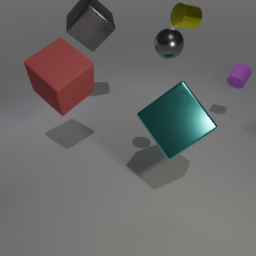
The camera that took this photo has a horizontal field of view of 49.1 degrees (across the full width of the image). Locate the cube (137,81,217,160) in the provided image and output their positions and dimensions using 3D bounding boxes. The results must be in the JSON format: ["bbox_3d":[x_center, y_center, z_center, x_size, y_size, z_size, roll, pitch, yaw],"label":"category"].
[{"bbox_3d":[1.276,-0.153,7.309,1.400,1.400,1.400,-36,-9,8],"label":"cube"}]

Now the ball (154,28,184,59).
[{"bbox_3d":[0.963,-1.980,6.577,0.700,0.700,0.700,0,31,0],"label":"ball"}]

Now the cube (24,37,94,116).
[{"bbox_3d":[-1.987,-1.519,8.416,1.400,1.400,1.400,40,66,14],"label":"cube"}]

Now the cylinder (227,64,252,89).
[{"bbox_3d":[4.350,-2.026,10.967,0.700,0.700,0.700,24,72,34],"label":"cylinder"}]

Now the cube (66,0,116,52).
[{"bbox_3d":[-1.527,-4.282,11.353,1.400,1.400,1.400,31,34,-36],"label":"cube"}]

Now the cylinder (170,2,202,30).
[{"bbox_3d":[1.780,-3.410,8.584,0.700,0.700,0.700,-2,29,-30],"label":"cylinder"}]
